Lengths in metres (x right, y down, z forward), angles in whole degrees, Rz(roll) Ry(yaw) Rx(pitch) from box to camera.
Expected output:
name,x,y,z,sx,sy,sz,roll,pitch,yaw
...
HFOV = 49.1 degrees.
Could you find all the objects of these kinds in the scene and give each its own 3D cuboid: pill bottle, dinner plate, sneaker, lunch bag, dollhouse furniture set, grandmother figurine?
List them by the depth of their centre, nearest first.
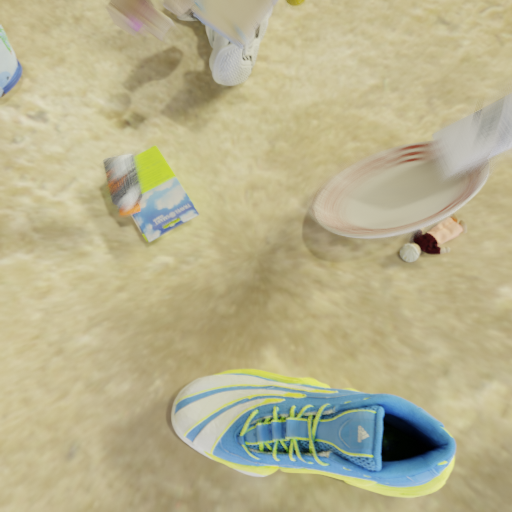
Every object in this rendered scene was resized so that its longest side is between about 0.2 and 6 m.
name,x,y,z,sx,sy,sz,roll,pitch,yaw
sneaker,0.639,1.853,6.369,3.374,1.772,1.278,8,63,3
dollhouse furniture set,-0.558,-3.290,7.582,1.954,1.275,1.845,35,90,6
dinner plate,2.023,-0.920,7.955,2.446,0.297,2.446,-19,32,12
pill bottle,-1.892,-1.013,8.044,0.441,0.441,0.829,-12,99,-6
grandmother figurine,2.600,-0.224,8.281,1.059,0.321,0.642,-28,38,-10
lunch bag,-5.743,-3.160,9.265,2.640,1.245,3.294,40,70,20
sneaker,-0.736,-4.191,9.869,1.720,1.124,2.992,12,58,7

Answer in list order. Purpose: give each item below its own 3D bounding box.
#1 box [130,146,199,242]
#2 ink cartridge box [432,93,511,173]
name,x,y,z,sx,sy,sz,roll,pitch,yaw
box,-1.558,-0.904,8.544,0.895,0.350,1.468,-30,68,-9
ink cartridge box,2.859,-1.497,6.485,0.940,1.284,0.551,-22,86,-50
